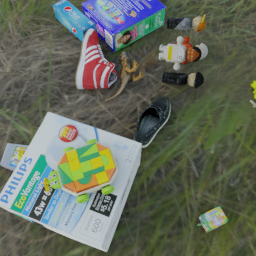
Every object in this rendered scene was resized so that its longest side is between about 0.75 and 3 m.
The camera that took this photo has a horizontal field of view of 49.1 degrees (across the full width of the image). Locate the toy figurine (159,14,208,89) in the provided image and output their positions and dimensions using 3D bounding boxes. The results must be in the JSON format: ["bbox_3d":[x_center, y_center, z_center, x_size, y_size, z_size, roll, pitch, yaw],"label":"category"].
[{"bbox_3d":[2.078,-2.717,10.051,1.521,2.152,2.186,9,63,16],"label":"toy figurine"}]

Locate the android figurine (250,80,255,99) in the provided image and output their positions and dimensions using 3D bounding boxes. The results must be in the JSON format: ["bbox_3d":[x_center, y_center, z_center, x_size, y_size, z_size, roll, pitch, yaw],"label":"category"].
[{"bbox_3d":[5.379,-1.305,10.356,1.466,0.331,1.611,-33,65,-16],"label":"android figurine"}]

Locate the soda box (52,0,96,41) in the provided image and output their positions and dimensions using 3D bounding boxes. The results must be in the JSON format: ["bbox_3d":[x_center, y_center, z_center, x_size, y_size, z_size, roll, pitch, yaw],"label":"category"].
[{"bbox_3d":[-2.251,-4.516,11.794,0.671,0.710,2.092,-38,69,-18],"label":"soda box"}]

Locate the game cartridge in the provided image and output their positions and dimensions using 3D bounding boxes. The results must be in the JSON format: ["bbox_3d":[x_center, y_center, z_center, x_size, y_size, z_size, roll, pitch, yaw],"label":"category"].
[{"bbox_3d":[-3.463,0.996,9.208,1.325,0.268,0.884,6,66,3],"label":"game cartridge"}]

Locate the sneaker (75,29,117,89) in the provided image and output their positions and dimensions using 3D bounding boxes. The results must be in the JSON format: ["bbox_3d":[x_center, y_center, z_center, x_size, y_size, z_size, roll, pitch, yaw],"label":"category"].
[{"bbox_3d":[-1.050,-2.613,10.680,1.476,0.935,2.625,4,70,7],"label":"sneaker"}]

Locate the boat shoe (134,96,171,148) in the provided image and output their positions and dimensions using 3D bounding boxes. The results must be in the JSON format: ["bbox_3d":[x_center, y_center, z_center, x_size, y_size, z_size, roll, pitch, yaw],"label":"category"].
[{"bbox_3d":[0.836,-0.393,9.599,0.833,0.739,2.229,27,64,23],"label":"boat shoe"}]

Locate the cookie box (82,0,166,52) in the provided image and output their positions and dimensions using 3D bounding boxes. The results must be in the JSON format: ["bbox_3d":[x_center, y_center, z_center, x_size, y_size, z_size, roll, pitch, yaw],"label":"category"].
[{"bbox_3d":[-0.152,-4.765,11.750,2.682,1.008,2.294,-33,67,-16],"label":"cookie box"}]

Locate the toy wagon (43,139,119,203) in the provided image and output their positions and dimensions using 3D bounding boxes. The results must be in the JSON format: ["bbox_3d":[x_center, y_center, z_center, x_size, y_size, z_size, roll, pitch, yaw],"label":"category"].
[{"bbox_3d":[-1.208,1.104,6.974,1.871,0.370,1.452,-18,63,-9],"label":"toy wagon"}]

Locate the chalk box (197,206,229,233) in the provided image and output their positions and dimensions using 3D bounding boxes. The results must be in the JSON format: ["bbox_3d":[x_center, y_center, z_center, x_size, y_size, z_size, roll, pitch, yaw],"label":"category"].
[{"bbox_3d":[2.406,2.703,8.171,0.802,0.499,0.497,-23,65,-10],"label":"chalk box"}]

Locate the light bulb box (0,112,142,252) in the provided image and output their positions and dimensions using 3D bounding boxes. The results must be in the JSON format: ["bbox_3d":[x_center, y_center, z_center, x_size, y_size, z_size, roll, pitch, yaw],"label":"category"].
[{"bbox_3d":[-1.462,1.517,8.021,2.950,1.841,2.924,18,64,9],"label":"light bulb box"}]

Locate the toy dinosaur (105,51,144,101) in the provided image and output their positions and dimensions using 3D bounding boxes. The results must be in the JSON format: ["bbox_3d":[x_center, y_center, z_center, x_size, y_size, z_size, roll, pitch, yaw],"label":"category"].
[{"bbox_3d":[-0.054,-1.932,10.612,1.180,0.671,2.221,-12,56,35],"label":"toy dinosaur"}]

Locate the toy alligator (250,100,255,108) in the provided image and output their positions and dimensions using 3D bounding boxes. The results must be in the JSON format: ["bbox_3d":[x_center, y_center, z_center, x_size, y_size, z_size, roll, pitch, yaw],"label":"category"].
[{"bbox_3d":[4.805,-0.148,9.669,0.533,0.582,1.963,-51,62,21],"label":"toy alligator"}]
